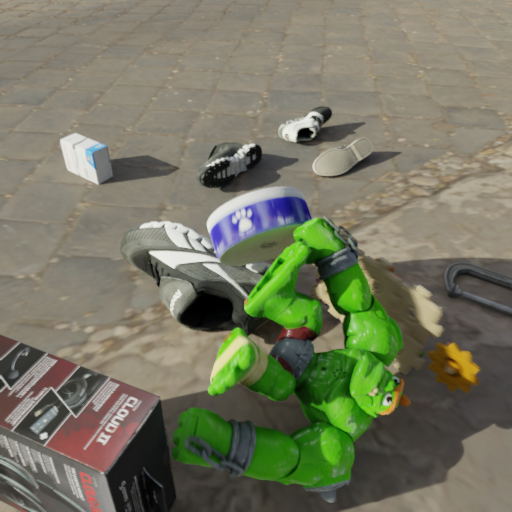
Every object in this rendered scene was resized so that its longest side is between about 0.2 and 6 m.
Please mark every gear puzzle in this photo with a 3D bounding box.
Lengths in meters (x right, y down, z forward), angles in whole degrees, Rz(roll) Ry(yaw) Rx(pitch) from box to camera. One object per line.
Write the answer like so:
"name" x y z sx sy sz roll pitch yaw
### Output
"gear puzzle" 2.285 0.928 9.116 0.424 1.677 3.237 -23 50 -37

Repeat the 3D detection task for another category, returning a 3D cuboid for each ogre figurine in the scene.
"ogre figurine" 0.763 1.447 7.667 2.326 1.904 3.880 39 40 -11

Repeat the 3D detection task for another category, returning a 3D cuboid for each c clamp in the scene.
"c clamp" 4.402 0.745 10.511 1.949 0.264 1.665 26 45 28

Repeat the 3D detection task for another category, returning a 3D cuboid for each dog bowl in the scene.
"dog bowl" 0.083 -0.446 9.134 1.670 1.670 0.658 -13 73 -16

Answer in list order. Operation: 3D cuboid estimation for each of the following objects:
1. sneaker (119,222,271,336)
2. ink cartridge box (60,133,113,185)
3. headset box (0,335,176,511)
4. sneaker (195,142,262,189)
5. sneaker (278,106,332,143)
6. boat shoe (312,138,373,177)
"sneaker" -1.244 0.440 10.121 3.680 1.223 1.665 21 40 22
"ink cartridge box" -4.253 -2.448 14.053 1.232 0.891 0.519 25 45 28
"headset box" -2.317 2.396 6.878 2.920 2.173 1.127 17 41 19
"sneaker" -0.880 -2.327 14.072 1.017 0.747 2.247 23 40 30
"sneaker" 1.567 -3.614 15.771 1.793 0.664 0.794 -32 47 -21
"boat shoe" 2.174 -2.487 14.538 1.916 0.696 0.601 -28 3 -24
